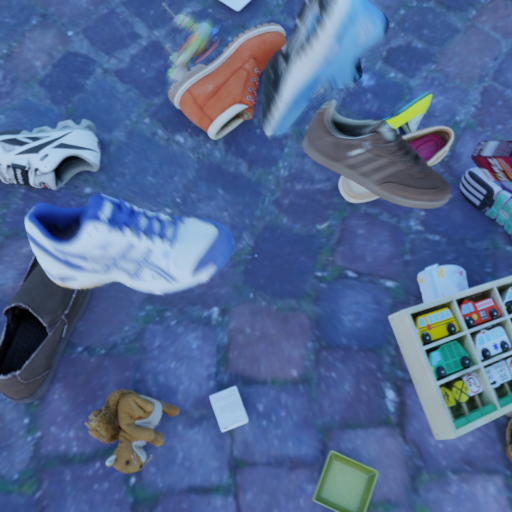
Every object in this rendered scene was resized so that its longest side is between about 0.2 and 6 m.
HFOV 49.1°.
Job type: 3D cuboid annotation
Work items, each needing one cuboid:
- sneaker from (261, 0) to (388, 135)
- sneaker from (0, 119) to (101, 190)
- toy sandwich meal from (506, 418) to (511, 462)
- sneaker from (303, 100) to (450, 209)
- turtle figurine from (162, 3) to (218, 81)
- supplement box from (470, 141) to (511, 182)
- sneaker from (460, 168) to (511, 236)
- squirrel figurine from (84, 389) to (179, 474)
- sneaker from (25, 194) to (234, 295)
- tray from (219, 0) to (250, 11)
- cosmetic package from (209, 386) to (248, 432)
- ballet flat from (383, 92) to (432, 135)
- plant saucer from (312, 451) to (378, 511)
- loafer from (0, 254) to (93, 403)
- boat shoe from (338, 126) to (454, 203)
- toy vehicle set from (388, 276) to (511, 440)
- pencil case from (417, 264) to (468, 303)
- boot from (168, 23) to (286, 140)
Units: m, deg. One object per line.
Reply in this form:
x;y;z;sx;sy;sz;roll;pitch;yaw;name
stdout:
1.122;-3.170;10.017;1.525;3.391;1.329;9;66;-21;sneaker
-4.842;-1.958;12.043;3.015;1.117;1.334;-18;66;-7;sneaker
5.176;3.375;10.146;1.375;0.471;1.375;0;67;0;toy sandwich meal
1.834;-1.463;8.157;2.331;0.880;0.821;23;45;3;sneaker
-1.412;-3.833;10.113;1.250;1.212;0.899;-23;80;-32;turtle figurine
4.294;-1.549;9.238;0.692;1.271;0.387;40;78;-31;supplement box
5.799;-0.954;11.658;1.337;1.137;3.055;-33;70;-18;sneaker
-2.328;3.159;10.115;1.415;1.001;1.320;15;78;21;squirrel figurine
-2.048;-0.255;8.819;3.320;1.463;1.250;-5;48;8;sneaker
-0.251;-7.196;14.742;1.078;0.223;2.008;37;72;15;tray
-0.503;2.837;10.341;0.533;0.532;0.646;-20;69;-9;cosmetic package
3.234;-2.970;12.799;2.080;0.695;0.697;-30;92;-9;ballet flat
1.582;4.098;9.980;0.925;0.222;0.926;22;69;9;plant saucer
-4.063;1.034;10.724;1.254;1.219;3.434;7;67;3;loafer
3.049;-2.084;12.113;2.773;0.959;1.022;-30;82;-12;boat shoe
4.142;1.647;10.020;3.480;0.461;2.162;-12;75;-30;toy vehicle set
3.683;1.319;10.735;1.028;0.942;2.266;14;63;-30;pencil case
-0.287;-4.002;12.975;3.138;1.177;1.682;-39;76;-6;boot
